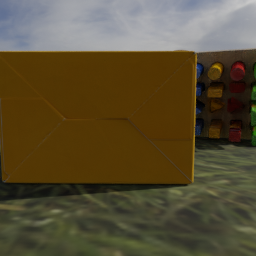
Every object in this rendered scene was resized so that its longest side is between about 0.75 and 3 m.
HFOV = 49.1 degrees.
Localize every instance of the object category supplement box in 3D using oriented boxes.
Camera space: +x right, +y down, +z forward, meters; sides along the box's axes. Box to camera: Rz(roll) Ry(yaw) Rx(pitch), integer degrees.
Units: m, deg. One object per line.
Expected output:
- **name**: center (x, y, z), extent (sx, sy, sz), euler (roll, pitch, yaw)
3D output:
- **supplement box**: center (-0.443, -0.298, 5.495), extent (2.906, 1.956, 2.947), euler (0, 7, 1)

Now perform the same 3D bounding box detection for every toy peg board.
- **toy peg board**: center (2.761, -0.775, 7.916), extent (2.656, 2.667, 1.304), euler (3, 22, 22)
